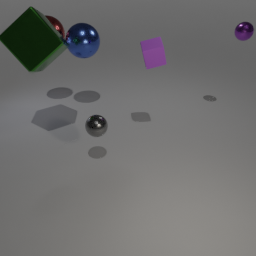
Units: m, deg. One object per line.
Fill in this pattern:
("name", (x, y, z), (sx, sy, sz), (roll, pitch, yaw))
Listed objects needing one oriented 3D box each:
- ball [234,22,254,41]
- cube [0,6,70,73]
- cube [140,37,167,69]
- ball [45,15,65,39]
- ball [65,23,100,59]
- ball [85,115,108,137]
("ball", (4.479, -3.729, 10.804), (0.700, 0.700, 0.700), (0, 30, 0))
("cube", (-2.945, -2.775, 9.023), (1.400, 1.400, 1.400), (-40, 13, 7))
("cube", (0.850, -2.511, 9.377), (0.700, 0.700, 0.700), (-13, 45, 7))
("ball", (-3.333, -3.928, 11.639), (1.400, 1.400, 1.400), (0, 30, 0))
("ball", (-1.842, -3.561, 11.454), (1.400, 1.400, 1.400), (0, 30, 0))
("ball", (-0.975, -0.066, 8.682), (0.700, 0.700, 0.700), (0, 30, 0))
